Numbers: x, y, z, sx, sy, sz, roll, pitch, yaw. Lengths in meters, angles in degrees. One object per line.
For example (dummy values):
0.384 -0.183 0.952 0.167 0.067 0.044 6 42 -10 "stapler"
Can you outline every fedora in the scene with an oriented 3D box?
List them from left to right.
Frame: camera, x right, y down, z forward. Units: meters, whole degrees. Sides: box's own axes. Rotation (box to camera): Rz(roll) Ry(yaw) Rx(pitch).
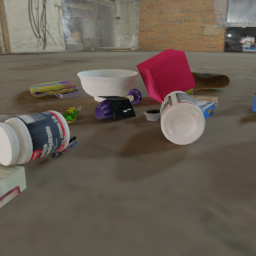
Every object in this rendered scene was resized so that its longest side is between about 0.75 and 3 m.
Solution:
0.965 -0.456 10.236 0.760 0.343 0.672 -13 22 -25 "fedora"

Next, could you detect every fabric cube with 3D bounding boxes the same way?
1.739 -2.446 13.033 1.789 1.761 1.795 -29 25 -6 "fabric cube"

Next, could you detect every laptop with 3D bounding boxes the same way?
-0.435 -0.822 10.601 1.069 1.206 0.623 -9 -17 -44 "laptop"

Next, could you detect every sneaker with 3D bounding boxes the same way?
4.233 -2.616 15.775 2.912 0.976 1.307 6 10 21 "sneaker"

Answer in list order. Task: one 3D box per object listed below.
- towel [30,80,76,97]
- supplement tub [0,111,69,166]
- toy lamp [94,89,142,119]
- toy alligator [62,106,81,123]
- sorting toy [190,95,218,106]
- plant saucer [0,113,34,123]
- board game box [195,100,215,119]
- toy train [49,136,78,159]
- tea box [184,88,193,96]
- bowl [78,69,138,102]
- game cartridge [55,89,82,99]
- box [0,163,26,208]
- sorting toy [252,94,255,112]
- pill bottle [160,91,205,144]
-3.995 -2.083 14.567 2.111 0.335 2.939 -13 18 -19 "towel"
-2.055 0.194 5.990 0.969 0.969 1.381 15 22 38 "supplement tub"
-0.354 -0.953 10.969 0.746 0.746 2.562 12 27 32 "toy lamp"
-2.100 -0.529 10.278 0.411 0.449 1.515 2 19 6 "toy alligator"
3.188 -1.196 12.535 1.566 0.309 1.692 5 15 15 "sorting toy"
-3.668 -0.175 7.982 2.873 0.526 2.873 1 3 0 "plant saucer"
2.326 -0.722 10.841 1.572 0.449 1.605 12 23 33 "board game box"
-1.675 0.504 7.405 0.228 0.305 1.334 -18 9 22 "toy train"
2.804 -1.784 13.805 0.761 0.517 0.774 4 20 8 "tea box"
-0.919 -1.981 13.222 2.832 1.273 2.832 -1 19 0 "bowl"
-3.157 -1.839 14.363 1.081 0.320 1.667 -16 24 -29 "game cartridge"
-2.512 1.123 5.404 0.595 0.507 0.931 7 20 17 "box"
5.909 -1.208 11.188 1.661 1.135 2.765 2 20 6 "sorting toy"
1.640 -0.429 8.790 1.232 1.232 2.163 2 19 6 "pill bottle"
